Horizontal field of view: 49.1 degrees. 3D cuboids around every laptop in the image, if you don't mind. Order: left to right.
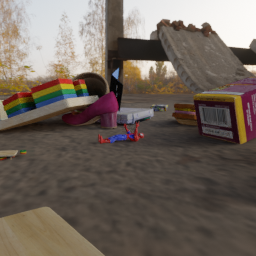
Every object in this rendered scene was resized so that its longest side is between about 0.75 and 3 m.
[{"bbox_3d":[-0.338,-1.491,10.637,0.675,1.158,1.307,-16,44,-29],"label":"laptop"}]

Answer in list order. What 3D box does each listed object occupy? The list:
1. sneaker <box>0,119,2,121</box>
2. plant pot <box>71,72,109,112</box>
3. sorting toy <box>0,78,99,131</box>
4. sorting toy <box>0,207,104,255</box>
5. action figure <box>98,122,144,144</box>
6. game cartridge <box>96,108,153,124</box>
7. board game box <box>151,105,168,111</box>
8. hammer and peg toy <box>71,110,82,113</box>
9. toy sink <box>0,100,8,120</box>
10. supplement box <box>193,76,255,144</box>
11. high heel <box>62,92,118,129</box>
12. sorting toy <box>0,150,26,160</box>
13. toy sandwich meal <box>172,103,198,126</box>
[{"bbox_3d":[-4.887,-0.178,10.639,0.369,0.332,0.856,9,12,-22],"label":"sneaker"},{"bbox_3d":[-1.641,-1.275,12.432,1.850,1.850,1.613,1,-26,7],"label":"plant pot"},{"bbox_3d":[-2.933,-0.909,10.013,2.955,1.034,2.973,-16,5,14],"label":"sorting toy"},{"bbox_3d":[-0.833,1.081,1.818,1.218,0.427,2.526,-7,10,-37],"label":"sorting toy"},{"bbox_3d":[-0.152,0.095,7.739,1.282,0.634,0.418,0,9,-18],"label":"action figure"},{"bbox_3d":[-0.186,-0.547,12.291,1.888,0.559,2.912,9,11,24],"label":"game cartridge"},{"bbox_3d":[1.941,-1.245,17.285,0.952,0.327,1.151,0,9,13],"label":"board game box"},{"bbox_3d":[-1.947,-1.053,14.490,1.584,0.760,2.154,-8,11,-39],"label":"hammer and peg toy"},{"bbox_3d":[-5.721,-0.874,13.142,0.979,0.841,1.502,-7,11,-38],"label":"toy sink"},{"bbox_3d":[3.554,-0.648,8.402,2.606,1.345,1.706,-19,15,-22],"label":"supplement box"},{"bbox_3d":[-1.500,-0.741,10.683,2.732,1.313,0.921,5,11,30],"label":"high heel"},{"bbox_3d":[-2.615,0.589,5.978,0.811,0.137,0.391,-1,9,-12],"label":"sorting toy"},{"bbox_3d":[2.965,-0.632,11.569,2.449,0.839,2.449,0,9,0],"label":"toy sandwich meal"}]
